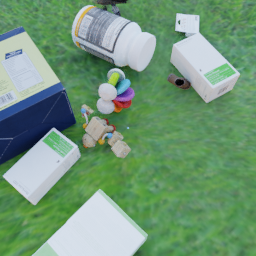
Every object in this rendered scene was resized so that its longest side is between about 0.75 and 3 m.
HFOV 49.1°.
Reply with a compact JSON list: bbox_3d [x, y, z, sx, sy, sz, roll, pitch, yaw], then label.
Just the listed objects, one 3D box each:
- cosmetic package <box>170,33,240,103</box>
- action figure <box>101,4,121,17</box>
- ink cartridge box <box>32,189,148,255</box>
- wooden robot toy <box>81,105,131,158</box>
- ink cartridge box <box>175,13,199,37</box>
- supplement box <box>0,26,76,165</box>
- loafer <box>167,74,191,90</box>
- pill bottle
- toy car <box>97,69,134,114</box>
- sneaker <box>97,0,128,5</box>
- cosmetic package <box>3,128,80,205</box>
[{"bbox_3d":[2.125,-1.727,7.976,0.974,0.768,1.811,-29,66,-13],"label":"cosmetic package"},{"bbox_3d":[-0.547,-3.503,8.971,0.804,0.690,1.353,-25,60,17],"label":"action figure"},{"bbox_3d":[-0.784,2.494,5.798,1.468,0.484,2.017,40,68,19],"label":"ink cartridge box"},{"bbox_3d":[-0.753,0.223,7.099,1.821,0.802,0.826,42,104,20],"label":"wooden robot toy"},{"bbox_3d":[1.943,-3.384,9.218,0.758,0.192,0.861,8,61,3],"label":"ink cartridge box"},{"bbox_3d":[-2.986,-0.798,6.974,2.383,1.600,2.381,-30,65,-15],"label":"supplement box"},{"bbox_3d":[1.457,-1.227,7.751,0.885,0.323,0.314,9,27,-38],"label":"loafer"},{"bbox_3d":[-0.405,-2.566,8.119,2.223,1.294,1.294,29,65,16],"label":"pill bottle"},{"bbox_3d":[-0.267,-0.891,7.324,0.863,1.151,1.007,20,47,5],"label":"toy car"},{"bbox_3d":[-0.350,-3.913,8.184,0.739,0.618,1.628,26,41,8],"label":"sneaker"},{"bbox_3d":[-1.967,0.887,6.587,0.847,0.668,1.574,34,65,15],"label":"cosmetic package"}]
